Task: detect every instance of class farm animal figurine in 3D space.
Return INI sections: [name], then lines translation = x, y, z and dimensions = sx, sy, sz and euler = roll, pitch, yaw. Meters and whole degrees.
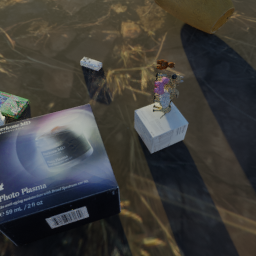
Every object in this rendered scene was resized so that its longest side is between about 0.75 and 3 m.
[farm animal figurine]
translation = 1.210, -1.199, 8.338
dimensions = 0.836, 1.342, 1.662
euler = 5, 48, 5

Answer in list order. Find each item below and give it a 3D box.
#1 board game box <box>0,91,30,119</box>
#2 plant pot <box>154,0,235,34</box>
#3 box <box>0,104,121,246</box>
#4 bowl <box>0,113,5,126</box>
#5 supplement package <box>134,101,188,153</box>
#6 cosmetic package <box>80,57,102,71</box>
[board game box]
translation = -4.233, -0.822, 9.915
dimensions = 1.212, 0.176, 0.816
euler = 17, 54, 12
[plant pot]
translation = 3.116, -5.650, 12.230
dimensions = 2.742, 2.742, 2.942
euler = -35, 76, -23
[box]
translation = -1.949, 1.136, 7.490
dimensions = 2.816, 1.735, 2.793
euler = -15, 53, -12
[bowl]
translation = -4.205, -0.020, 8.614
dimensions = 0.711, 1.583, 1.583
euler = 6, 51, -20
[supplement package]
translation = 1.015, -0.081, 8.894
dimensions = 1.241, 0.912, 1.186
euler = -21, 56, -15
[cosmetic package]
translation = -1.472, -2.570, 11.211
dimensions = 0.819, 0.207, 0.338
euler = 21, 57, 15
